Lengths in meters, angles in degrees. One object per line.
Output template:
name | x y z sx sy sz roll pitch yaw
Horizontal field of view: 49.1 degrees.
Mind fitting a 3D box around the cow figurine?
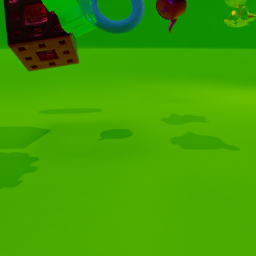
cow figurine | 3.075 -3.657 7.825 0.849 1.547 1.522 -4 49 11

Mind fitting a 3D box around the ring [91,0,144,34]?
ring | -0.410 -3.897 8.858 1.887 1.887 0.377 -4 -6 -12

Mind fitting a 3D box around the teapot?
teapot | 0.988 -2.872 6.646 0.761 1.224 0.599 26 66 34

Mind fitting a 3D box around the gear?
gear | -1.147 -2.538 4.490 0.381 2.061 2.061 -22 14 11

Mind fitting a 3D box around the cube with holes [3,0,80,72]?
cube with holes | -1.939 -2.255 6.478 1.283 1.283 1.283 -10 -13 -3
